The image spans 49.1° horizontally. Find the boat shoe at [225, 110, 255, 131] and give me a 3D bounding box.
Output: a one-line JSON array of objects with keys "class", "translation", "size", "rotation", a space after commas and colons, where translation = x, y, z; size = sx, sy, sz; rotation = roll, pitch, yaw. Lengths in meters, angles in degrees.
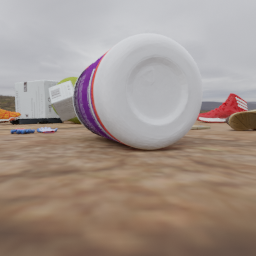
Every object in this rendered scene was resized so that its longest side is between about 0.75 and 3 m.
[{"class": "boat shoe", "translation": [3.448, -0.228, 7.343], "size": [1.749, 0.631, 0.630], "rotation": [-6, 5, 0]}]

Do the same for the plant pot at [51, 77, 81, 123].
[{"class": "plant pot", "translation": [-1.963, -0.949, 11.445], "size": [1.936, 1.936, 2.069], "rotation": [-2, 20, -27]}]

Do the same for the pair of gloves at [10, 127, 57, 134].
[{"class": "pair of gloves", "translation": [-2.175, 0.051, 6.562], "size": [1.082, 0.123, 0.870], "rotation": [-2, 4, -25]}]

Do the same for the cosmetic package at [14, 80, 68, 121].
[{"class": "cosmetic package", "translation": [-4.216, -1.349, 14.293], "size": [2.410, 1.987, 1.989], "rotation": [2, 4, 35]}]

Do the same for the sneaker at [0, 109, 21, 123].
[{"class": "sneaker", "translation": [-4.666, -0.499, 10.268], "size": [0.604, 0.638, 1.655], "rotation": [-11, -1, 34]}]

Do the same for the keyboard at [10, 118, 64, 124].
[{"class": "keyboard", "translation": [-3.606, -0.294, 11.432], "size": [1.196, 0.255, 1.991], "rotation": [3, 5, 41]}]

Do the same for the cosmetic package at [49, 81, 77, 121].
[{"class": "cosmetic package", "translation": [-1.848, -0.797, 8.382], "size": [0.704, 0.704, 0.854], "rotation": [-20, -37, -2]}]

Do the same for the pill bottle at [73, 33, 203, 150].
[{"class": "pill bottle", "translation": [-0.075, -0.506, 4.547], "size": [1.461, 1.461, 2.598], "rotation": [-1, 4, -20]}]

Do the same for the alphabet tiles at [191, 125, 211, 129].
[{"class": "alphabet tiles", "translation": [0.465, -0.041, 8.318], "size": [2.970, 0.112, 2.482], "rotation": [-2, 4, -28]}]

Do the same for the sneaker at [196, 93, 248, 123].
[{"class": "sneaker", "translation": [4.097, -0.871, 12.286], "size": [2.212, 1.278, 0.867], "rotation": [0, 3, 3]}]
